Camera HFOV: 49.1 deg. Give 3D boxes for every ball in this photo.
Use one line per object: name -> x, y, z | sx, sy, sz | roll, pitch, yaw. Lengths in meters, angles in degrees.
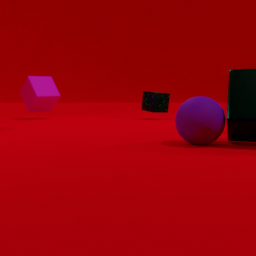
ball -> 1.284, -0.126, 5.001 | 0.874, 0.874, 0.874 | 0, 6, 0

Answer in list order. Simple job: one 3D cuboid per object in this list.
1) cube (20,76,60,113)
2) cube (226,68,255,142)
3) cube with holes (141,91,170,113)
cube -> -3.682, -1.411, 11.714 | 1.079, 1.079, 1.079 | -9, -28, -45
cube -> 2.322, -0.375, 5.003 | 1.007, 1.007, 1.007 | 2, -23, 21
cube with holes -> 1.148, -1.091, 11.678 | 0.806, 0.806, 0.806 | -2, 12, -34
